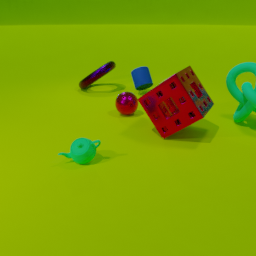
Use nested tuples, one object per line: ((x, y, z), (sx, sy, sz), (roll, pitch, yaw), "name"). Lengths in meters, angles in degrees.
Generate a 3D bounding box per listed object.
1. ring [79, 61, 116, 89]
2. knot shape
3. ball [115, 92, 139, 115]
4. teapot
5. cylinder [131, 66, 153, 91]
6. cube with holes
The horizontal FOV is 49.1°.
((-1.437, -2.478, 13.115), (2.027, 0.405, 2.027), (-33, 11, 7), "ring")
((3.788, -0.926, 8.873), (0.897, 1.817, 1.941), (-13, 61, -4), "knot shape")
((-0.043, -0.865, 9.872), (0.829, 0.829, 0.829), (0, 22, 0), "ball")
((-1.141, 0.523, 6.745), (1.048, 0.513, 0.651), (-21, 55, 0), "teapot")
((0.621, -2.178, 12.368), (0.811, 0.811, 0.811), (-15, -10, -3), "cylinder")
((1.426, -0.770, 8.189), (1.374, 1.374, 1.374), (-31, 3, 35), "cube with holes")
